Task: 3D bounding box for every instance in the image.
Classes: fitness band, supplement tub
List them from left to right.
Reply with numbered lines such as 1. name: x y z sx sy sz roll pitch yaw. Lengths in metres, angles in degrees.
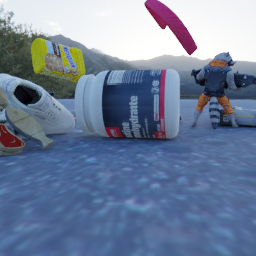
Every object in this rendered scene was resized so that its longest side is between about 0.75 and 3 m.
1. supplement tub: 0.062 -0.555 6.494 2.225 1.561 1.561 1 7 12
2. fitness band: 1.655 -3.763 10.381 2.087 0.544 2.905 54 16 30

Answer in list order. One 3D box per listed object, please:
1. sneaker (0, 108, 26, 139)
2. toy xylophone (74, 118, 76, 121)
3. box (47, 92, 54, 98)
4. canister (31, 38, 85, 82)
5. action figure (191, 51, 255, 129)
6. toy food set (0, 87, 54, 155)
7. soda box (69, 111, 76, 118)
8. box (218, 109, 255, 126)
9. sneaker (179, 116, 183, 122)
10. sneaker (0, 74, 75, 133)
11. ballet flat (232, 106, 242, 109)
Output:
1. sneaker: -2.889 -0.072 5.321 1.151 0.985 2.643 8 10 22
2. toy xylophone: -2.068 -0.233 9.196 0.780 0.268 1.065 3 8 26
3. box: -3.892 -0.829 10.402 1.815 1.128 1.830 -1 7 -31
4. canister: -2.269 -2.192 9.150 0.687 1.179 1.588 -24 -17 39
5. action figure: 2.909 -1.124 8.241 2.344 2.267 1.226 3 8 25
6. toy food set: -2.504 -0.214 4.963 2.166 0.341 1.377 45 28 11
7. soda box: -2.369 -0.519 11.234 0.997 0.340 0.316 -6 9 -41
8. box: 3.731 -0.393 9.394 1.538 0.469 1.942 2 5 21
9. sneaker: 1.682 -0.345 9.886 0.325 0.321 0.820 -2 3 31
10. sneaker: -2.025 -0.419 6.507 1.125 0.845 2.258 12 -16 43
11. ballet flat: 5.367 -0.857 13.763 0.419 0.419 1.206 -2 7 -12
